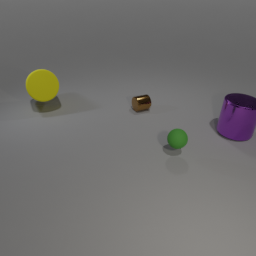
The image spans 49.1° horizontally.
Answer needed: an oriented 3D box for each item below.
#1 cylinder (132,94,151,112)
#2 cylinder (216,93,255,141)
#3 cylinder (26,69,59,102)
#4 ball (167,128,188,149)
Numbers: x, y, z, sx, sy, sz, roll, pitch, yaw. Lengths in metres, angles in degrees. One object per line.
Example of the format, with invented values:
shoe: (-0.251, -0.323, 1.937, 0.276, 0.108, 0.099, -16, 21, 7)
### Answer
cylinder: (0.624, -1.163, 13.011, 0.700, 0.700, 0.700, -13, 32, -23)
cylinder: (4.296, -0.444, 10.865, 1.400, 1.400, 1.400, 4, 31, -2)
cylinder: (-3.926, -1.954, 12.786, 1.400, 1.400, 1.400, -10, 13, -18)
ball: (1.691, 0.367, 9.566, 0.700, 0.700, 0.700, 0, 29, 0)
